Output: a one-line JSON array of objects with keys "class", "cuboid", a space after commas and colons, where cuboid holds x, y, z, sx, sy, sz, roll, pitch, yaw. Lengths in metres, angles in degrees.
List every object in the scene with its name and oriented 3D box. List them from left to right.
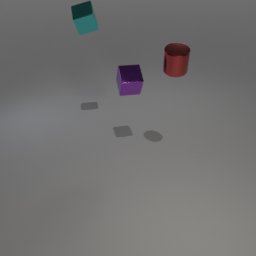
[{"class": "cube", "cuboid": [-1.456, -3.723, 9.492, 0.700, 0.700, 0.700, -15, 61, 4]}, {"class": "cube", "cuboid": [0.047, -1.525, 8.959, 0.700, 0.700, 0.700, -6, 63, -12]}, {"class": "cylinder", "cuboid": [1.342, -1.894, 7.799, 0.700, 0.700, 0.700, -2, 48, 2]}]
